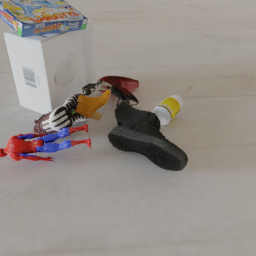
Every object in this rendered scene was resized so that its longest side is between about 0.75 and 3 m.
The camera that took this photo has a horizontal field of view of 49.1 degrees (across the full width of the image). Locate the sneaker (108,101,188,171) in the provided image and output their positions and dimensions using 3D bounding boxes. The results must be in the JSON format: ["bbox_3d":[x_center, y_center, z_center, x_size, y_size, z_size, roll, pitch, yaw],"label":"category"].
[{"bbox_3d":[0.575,0.101,7.755,2.855,0.857,1.489,18,46,33],"label":"sneaker"}]

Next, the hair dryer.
[{"bbox_3d":[-0.293,-1.256,9.942,1.910,0.681,2.507,24,34,13],"label":"hair dryer"}]

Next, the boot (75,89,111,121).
[{"bbox_3d":[-1.040,-0.825,8.308,0.828,0.407,1.156,26,65,-14],"label":"boot"}]

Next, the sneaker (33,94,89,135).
[{"bbox_3d":[-2.097,-0.379,8.609,1.343,0.880,2.325,-18,9,21],"label":"sneaker"}]

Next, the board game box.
[{"bbox_3d":[-2.499,-3.303,8.191,1.496,0.381,2.210,42,43,20],"label":"board game box"}]

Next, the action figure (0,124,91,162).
[{"bbox_3d":[-2.203,0.448,7.325,2.415,0.624,0.790,-9,66,-12],"label":"action figure"}]

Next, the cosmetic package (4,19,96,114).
[{"bbox_3d":[-2.445,-2.200,9.578,1.589,2.577,2.585,20,40,23],"label":"cosmetic package"}]

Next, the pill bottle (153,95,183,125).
[{"bbox_3d":[1.323,-0.631,9.079,0.648,0.648,1.157,22,41,27],"label":"pill bottle"}]
